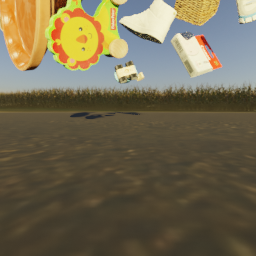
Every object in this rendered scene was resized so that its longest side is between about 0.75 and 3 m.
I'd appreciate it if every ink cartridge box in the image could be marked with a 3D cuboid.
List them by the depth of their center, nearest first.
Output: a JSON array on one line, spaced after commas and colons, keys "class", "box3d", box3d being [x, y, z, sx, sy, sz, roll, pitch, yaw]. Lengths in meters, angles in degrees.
[{"class": "ink cartridge box", "box3d": [2.690, -2.840, 10.408, 1.958, 1.592, 0.559, -23, -9, -30]}]

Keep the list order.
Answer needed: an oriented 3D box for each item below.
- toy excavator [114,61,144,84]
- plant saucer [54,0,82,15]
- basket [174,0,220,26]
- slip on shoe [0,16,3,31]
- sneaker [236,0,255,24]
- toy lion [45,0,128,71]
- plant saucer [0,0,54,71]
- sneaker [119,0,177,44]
[{"class": "toy excavator", "box3d": [0.063, -1.759, 9.332, 1.114, 0.572, 1.145, -19, -6, -11]}, {"class": "plant saucer", "box3d": [-1.766, -3.410, 7.354, 0.411, 2.548, 2.548, 37, -1, -8]}, {"class": "basket", "box3d": [2.239, -3.956, 9.068, 0.941, 0.983, 1.319, -18, 40, -36]}, {"class": "slip on shoe", "box3d": [-2.867, -3.547, 7.781, 0.818, 2.151, 0.652, 16, -1, 7]}, {"class": "sneaker", "box3d": [4.119, -3.901, 8.105, 2.068, 0.896, 0.775, -27, 22, 6]}, {"class": "toy lion", "box3d": [-0.702, -1.720, 4.773, 1.385, 1.445, 0.496, -8, 20, -28]}, {"class": "plant saucer", "box3d": [-2.200, -2.705, 5.967, 0.470, 2.913, 2.913, -9, 8, -34]}, {"class": "sneaker", "box3d": [0.632, -3.339, 8.486, 0.742, 1.164, 2.014, 23, 11, -47]}]
